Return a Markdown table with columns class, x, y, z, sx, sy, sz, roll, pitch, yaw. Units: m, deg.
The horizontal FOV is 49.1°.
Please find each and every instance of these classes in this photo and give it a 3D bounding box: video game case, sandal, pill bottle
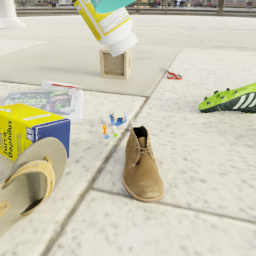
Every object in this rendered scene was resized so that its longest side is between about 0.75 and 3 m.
| class | x | y | z | sx | sy | sz | roll | pitch | yaw |
| --- | --- | --- | --- | --- | --- | --- | --- | --- | --- |
| video game case | -3.159 | -0.808 | 10.317 | 2.932 | 0.342 | 2.665 | -4 | 27 | -7 |
| sandal | -1.996 | 1.144 | 5.529 | 0.741 | 1.102 | 2.743 | -22 | 17 | 36 |
| pill bottle | -0.806 | -4.093 | 10.360 | 1.517 | 2.698 | 1.517 | -30 | 20 | 12 |

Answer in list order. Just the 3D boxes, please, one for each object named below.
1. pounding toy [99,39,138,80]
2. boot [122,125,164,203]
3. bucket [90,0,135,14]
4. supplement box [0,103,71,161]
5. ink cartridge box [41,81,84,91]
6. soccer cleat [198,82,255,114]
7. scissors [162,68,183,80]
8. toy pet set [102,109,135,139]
| class | x | y | z | sx | sy | sz | roll | pitch | yaw |
| --- | --- | --- | --- | --- | --- | --- | --- | --- | --- |
| pounding toy | -0.435 | -3.496 | 14.016 | 1.634 | 1.775 | 1.262 | 7 | 28 | 14 |
| boot | 0.293 | 0.752 | 6.638 | 0.899 | 0.922 | 2.443 | -1 | 28 | -7 |
| bucket | -0.212 | -2.163 | 4.055 | 0.997 | 0.649 | 0.997 | -23 | 8 | 3 |
| supplement box | -2.652 | 0.150 | 7.364 | 2.073 | 1.128 | 1.135 | 16 | 20 | 30 |
| ink cartridge box | -2.683 | -1.653 | 11.455 | 1.167 | 0.363 | 1.450 | 0 | 14 | -42 |
| soccer cleat | 4.032 | -0.932 | 9.941 | 2.980 | 1.208 | 1.006 | -18 | 24 | 11 |
| scissors | 2.289 | -2.849 | 14.611 | 0.773 | 0.147 | 2.113 | -4 | 26 | -2 |
| toy pet set | -0.320 | -0.059 | 8.894 | 1.059 | 0.562 | 0.989 | -10 | 63 | -12 |
